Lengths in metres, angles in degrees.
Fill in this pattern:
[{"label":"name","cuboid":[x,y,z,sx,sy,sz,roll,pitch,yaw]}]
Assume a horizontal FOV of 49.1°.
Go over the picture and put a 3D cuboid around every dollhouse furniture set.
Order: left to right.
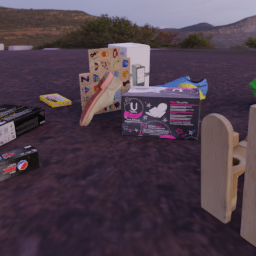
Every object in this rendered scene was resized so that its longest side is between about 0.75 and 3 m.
[{"label":"dollhouse furniture set","cuboid":[2.667,0.250,4.876,2.715,2.212,2.582,-19,27,-27]}]

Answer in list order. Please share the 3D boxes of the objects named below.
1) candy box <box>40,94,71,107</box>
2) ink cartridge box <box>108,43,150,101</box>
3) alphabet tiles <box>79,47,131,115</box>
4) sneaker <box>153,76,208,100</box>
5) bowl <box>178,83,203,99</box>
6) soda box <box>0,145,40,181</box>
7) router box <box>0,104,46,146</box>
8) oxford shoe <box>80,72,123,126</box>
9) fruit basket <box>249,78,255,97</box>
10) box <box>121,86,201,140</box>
[{"label":"candy box","cuboid":[-3.272,-1.250,12.571,0.866,0.224,1.695,-10,22,-33]},{"label":"ink cartridge box","cuboid":[-0.013,-2.152,11.605,1.073,2.552,1.862,-10,22,-25]},{"label":"alphabet tiles","cuboid":[-0.790,-1.668,10.074,1.952,2.335,0.088,-12,27,-23]},{"label":"sneaker","cuboid":[2.345,-1.992,13.401,2.814,1.103,0.927,4,22,15]},{"label":"bowl","cuboid":[2.576,-1.358,12.096,1.140,1.140,0.613,20,70,43]},{"label":"soda box","cuboid":[-2.707,0.836,6.309,1.369,0.484,0.433,-18,28,-42]},{"label":"router box","cuboid":[-4.056,-0.162,8.926,1.761,0.603,2.361,7,21,19]},{"label":"oxford shoe","cuboid":[-0.821,-0.767,8.548,0.683,1.850,0.655,31,8,-25]},{"label":"fruit basket","cuboid":[6.383,-1.267,11.257,2.470,1.781,2.470,41,17,-16]},{"label":"box","cuboid":[1.085,-0.575,8.970,2.343,1.344,1.548,4,20,11]}]
